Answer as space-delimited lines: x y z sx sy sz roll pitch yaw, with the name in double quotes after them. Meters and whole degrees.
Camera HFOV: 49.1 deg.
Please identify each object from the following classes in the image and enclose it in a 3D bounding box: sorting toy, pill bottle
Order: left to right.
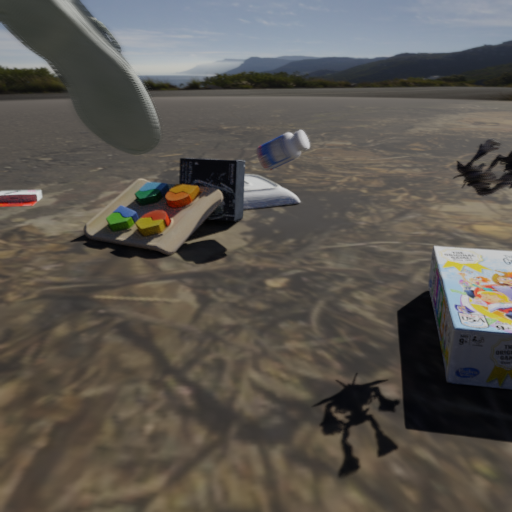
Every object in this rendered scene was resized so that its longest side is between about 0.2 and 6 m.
-1.936 -0.853 10.480 2.053 0.374 1.900 13 45 28 "sorting toy"
0.529 -2.060 10.839 0.944 0.530 0.530 -21 10 25 "pill bottle"

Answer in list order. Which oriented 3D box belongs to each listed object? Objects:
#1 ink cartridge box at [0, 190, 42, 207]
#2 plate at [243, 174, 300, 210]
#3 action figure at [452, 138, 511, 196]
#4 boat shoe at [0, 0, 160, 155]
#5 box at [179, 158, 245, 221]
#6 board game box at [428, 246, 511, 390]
-5.574 -1.342 13.029 0.943 0.205 0.819 -2 18 -6 "ink cartridge box"
-0.498 -1.571 13.401 2.399 0.389 2.404 -7 21 -22 "plate"
2.847 -1.032 6.712 0.533 0.621 1.045 -43 13 -10 "action figure"
-1.994 -2.334 6.689 0.944 2.497 0.753 -24 36 14 "boat shoe"
-0.894 -1.359 11.414 1.199 1.220 0.756 4 9 11 "box"
4.131 0.728 6.496 3.897 0.667 2.620 4 20 11 "board game box"
